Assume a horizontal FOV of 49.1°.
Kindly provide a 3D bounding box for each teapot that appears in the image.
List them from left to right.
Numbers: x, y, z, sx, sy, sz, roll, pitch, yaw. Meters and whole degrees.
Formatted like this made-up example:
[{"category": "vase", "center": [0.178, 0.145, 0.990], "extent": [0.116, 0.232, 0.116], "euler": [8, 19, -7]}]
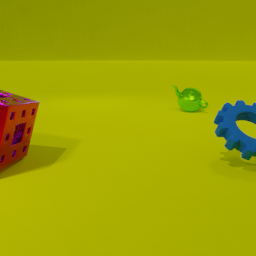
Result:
[{"category": "teapot", "center": [2.338, -1.152, 10.642], "extent": [1.568, 0.768, 0.975], "euler": [31, 61, 25]}]

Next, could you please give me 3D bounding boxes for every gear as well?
[{"category": "gear", "center": [2.454, 0.028, 5.559], "extent": [1.430, 0.265, 1.430], "euler": [5, 47, -5]}]

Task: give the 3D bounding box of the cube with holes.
[{"category": "cube with holes", "center": [-2.651, -0.065, 5.380], "extent": [1.213, 1.213, 1.213], "euler": [17, 10, 4]}]
